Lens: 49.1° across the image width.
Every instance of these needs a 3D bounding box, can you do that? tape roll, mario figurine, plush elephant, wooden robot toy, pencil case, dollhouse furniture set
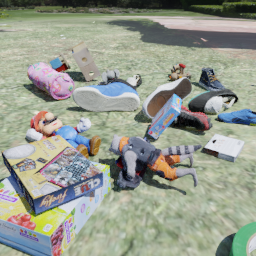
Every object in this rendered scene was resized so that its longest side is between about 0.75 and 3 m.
[{"bbox_3d":[2.607,2.325,4.616,1.760,0.423,1.760,1,27,0],"label":"tape roll"},{"bbox_3d":[-1.951,0.060,8.110,2.296,1.217,1.417,23,0,25],"label":"mario figurine"},{"bbox_3d":[-0.868,-2.381,13.328,0.950,0.893,1.153,-11,29,-20],"label":"plush elephant"},{"bbox_3d":[2.486,-2.814,14.398,0.870,0.844,1.917,-17,30,-9],"label":"wooden robot toy"},{"bbox_3d":[-3.526,-2.182,12.600,1.216,1.216,2.780,-19,33,-32],"label":"pencil case"},{"bbox_3d":[-2.870,-3.107,14.474,2.307,1.616,1.626,-28,31,-1],"label":"dollhouse furniture set"}]

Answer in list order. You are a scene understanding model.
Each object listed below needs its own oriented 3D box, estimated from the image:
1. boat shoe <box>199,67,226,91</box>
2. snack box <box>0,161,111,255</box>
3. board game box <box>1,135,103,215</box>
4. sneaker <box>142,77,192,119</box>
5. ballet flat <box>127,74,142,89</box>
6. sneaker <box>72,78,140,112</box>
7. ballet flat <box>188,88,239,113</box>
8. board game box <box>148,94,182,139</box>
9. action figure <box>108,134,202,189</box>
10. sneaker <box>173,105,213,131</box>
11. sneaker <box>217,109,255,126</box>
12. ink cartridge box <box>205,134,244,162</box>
[{"bbox_3d":[3.938,-2.229,13.077,0.661,0.849,1.870,-10,29,-19],"label":"boat shoe"},{"bbox_3d":[-1.697,1.455,5.947,1.905,0.764,2.259,10,27,20],"label":"snack box"},{"bbox_3d":[-1.648,0.839,5.906,1.405,0.359,2.073,-17,30,-32],"label":"board game box"},{"bbox_3d":[1.327,-1.041,10.929,1.229,1.057,2.903,-12,16,47],"label":"sneaker"},{"bbox_3d":[0.204,-2.122,13.135,0.608,0.612,1.790,9,29,16],"label":"ballet flat"},{"bbox_3d":[-0.852,-1.368,11.182,2.579,0.990,1.435,2,33,-4],"label":"sneaker"},{"bbox_3d":[3.426,-1.037,10.829,2.471,0.840,0.845,-19,42,-32],"label":"ballet flat"},{"bbox_3d":[1.184,-0.377,8.885,0.331,1.184,1.159,36,29,-6],"label":"board game box"},{"bbox_3d":[0.636,0.588,7.247,2.253,1.218,2.329,13,29,5],"label":"action figure"},{"bbox_3d":[2.014,-0.271,9.494,0.859,0.622,1.759,-16,29,-30],"label":"sneaker"},{"bbox_3d":[3.989,-0.471,9.930,1.538,0.603,0.507,7,30,17],"label":"sneaker"},{"bbox_3d":[2.851,0.571,8.282,0.891,0.224,1.026,16,31,30],"label":"ink cartridge box"}]
